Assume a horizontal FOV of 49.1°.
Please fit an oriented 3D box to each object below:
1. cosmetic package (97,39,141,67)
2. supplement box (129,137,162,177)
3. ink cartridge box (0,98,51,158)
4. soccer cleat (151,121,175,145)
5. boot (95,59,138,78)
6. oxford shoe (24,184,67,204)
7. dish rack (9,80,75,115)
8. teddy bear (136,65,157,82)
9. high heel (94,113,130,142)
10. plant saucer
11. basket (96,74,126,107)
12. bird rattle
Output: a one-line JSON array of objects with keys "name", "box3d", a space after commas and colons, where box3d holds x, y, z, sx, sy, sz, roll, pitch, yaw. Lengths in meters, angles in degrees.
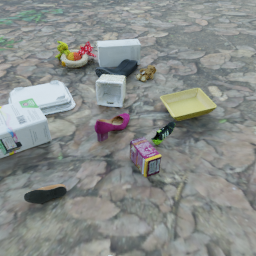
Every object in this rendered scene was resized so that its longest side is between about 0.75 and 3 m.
[{"name": "cosmetic package", "box3d": [-0.515, -4.235, 15.850, 2.348, 1.263, 0.996, -4, 37, -7]}, {"name": "supplement box", "box3d": [0.557, 0.954, 9.338, 0.588, 0.746, 1.139, -16, 40, -23]}, {"name": "ink cartridge box", "box3d": [-4.390, 0.033, 10.285, 2.525, 1.060, 1.829, -20, 41, -25]}, {"name": "soccer cleat", "box3d": [1.306, 0.148, 10.274, 1.082, 0.439, 0.365, -48, 42, 1]}, {"name": "boot", "box3d": [-0.563, -3.172, 14.875, 1.663, 0.662, 2.017, 23, 46, 11]}, {"name": "oxford shoe", "box3d": [-2.461, 1.948, 8.384, 1.229, 0.438, 0.438, -8, 11, -13]}, {"name": "dish rack", "box3d": [-3.946, -1.385, 12.615, 2.749, 0.598, 2.359, -15, 40, -17]}, {"name": "teddy bear", "box3d": [0.976, -2.818, 14.737, 0.929, 0.428, 1.281, 8, 45, 22]}, {"name": "high heel", "box3d": [-0.533, -0.304, 10.834, 0.669, 0.954, 1.984, 19, 41, 24]}, {"name": "plant saucer", "box3d": [2.509, -0.952, 11.924, 1.875, 0.454, 1.875, -13, 35, -5]}, {"name": "basket", "box3d": [-0.735, -1.703, 12.515, 1.193, 1.204, 0.969, 6, 35, 7]}, {"name": "bird rattle", "box3d": [-2.987, -4.044, 16.045, 2.333, 1.314, 1.902, 5, 47, -14]}]
